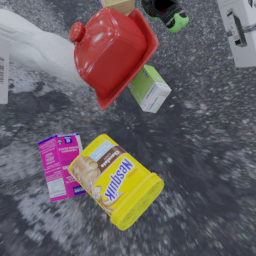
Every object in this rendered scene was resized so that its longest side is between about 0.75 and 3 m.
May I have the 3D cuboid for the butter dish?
[{"bbox_3d":[-0.537,-1.619,5.570,1.335,1.806,1.801,23,33,-34],"label":"butter dish"}]

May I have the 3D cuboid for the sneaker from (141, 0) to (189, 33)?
[{"bbox_3d":[1.027,-3.719,8.391,0.874,0.954,2.278,-38,45,3],"label":"sneaker"}]

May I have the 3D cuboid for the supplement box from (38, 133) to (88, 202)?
[{"bbox_3d":[-1.233,0.759,5.481,0.608,0.621,1.202,-6,79,-50],"label":"supplement box"}]

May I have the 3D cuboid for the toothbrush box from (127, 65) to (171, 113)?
[{"bbox_3d":[0.445,-0.885,6.204,0.391,0.662,0.909,7,39,-36],"label":"toothbrush box"}]

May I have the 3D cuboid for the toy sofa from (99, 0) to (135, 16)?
[{"bbox_3d":[-0.435,-3.146,6.382,0.670,0.790,1.619,-19,73,-9],"label":"toy sofa"}]

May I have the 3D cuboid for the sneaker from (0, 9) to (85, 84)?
[{"bbox_3d":[-2.214,-1.759,7.008,2.694,1.192,1.014,32,41,-1],"label":"sneaker"}]

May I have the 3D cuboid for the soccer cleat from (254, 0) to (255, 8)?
[{"bbox_3d":[1.914,-1.695,3.836,0.403,0.324,0.946,20,35,25],"label":"soccer cleat"}]

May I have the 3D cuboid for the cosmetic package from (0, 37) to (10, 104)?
[{"bbox_3d":[-3.461,-1.138,5.109,2.298,1.297,0.932,3,4,4],"label":"cosmetic package"}]

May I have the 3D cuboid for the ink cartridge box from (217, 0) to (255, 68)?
[{"bbox_3d":[3.311,-2.850,6.967,1.647,2.244,0.930,-28,17,-12],"label":"ink cartridge box"}]

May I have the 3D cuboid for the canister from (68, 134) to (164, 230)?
[{"bbox_3d":[-0.240,0.856,4.751,1.018,0.593,1.371,-46,60,-11],"label":"canister"}]
